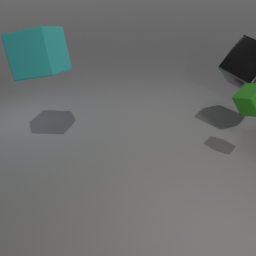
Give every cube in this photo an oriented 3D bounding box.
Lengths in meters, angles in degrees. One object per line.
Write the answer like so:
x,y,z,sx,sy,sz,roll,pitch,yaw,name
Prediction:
-2.815,-2.362,8.851,1.400,1.400,1.400,-5,18,14,cube
4.345,-2.149,9.924,1.400,1.400,1.400,42,11,35,cube
3.624,-0.816,8.158,0.700,0.700,0.700,-44,26,-16,cube
